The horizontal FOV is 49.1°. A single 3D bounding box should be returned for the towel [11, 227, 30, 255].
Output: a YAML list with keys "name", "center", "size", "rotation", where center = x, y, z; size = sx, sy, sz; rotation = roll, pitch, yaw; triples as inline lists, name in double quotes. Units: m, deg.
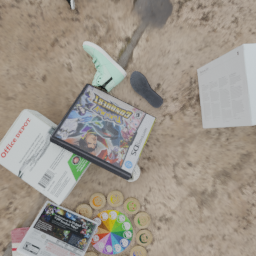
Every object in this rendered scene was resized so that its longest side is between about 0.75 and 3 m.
- name: "towel"
  center: [-2.964, 4.588, 9.506]
  size: [1.802, 0.285, 2.502]
  rotation: [-2, 91, -2]

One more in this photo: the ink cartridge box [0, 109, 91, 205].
- name: "ink cartridge box"
  center: [-2.639, 0.879, 9.110]
  size: [2.637, 1.095, 1.933]
  rotation: [36, 90, 0]

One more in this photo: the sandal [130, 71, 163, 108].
- name: "sandal"
  center: [0.603, -1.286, 9.541]
  size: [0.566, 0.319, 1.488]
  rotation: [-38, 93, 19]

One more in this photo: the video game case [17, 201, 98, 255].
- name: "video game case"
  center: [-2.188, 3.471, 8.923]
  size: [1.940, 0.227, 1.764]
  rotation: [21, 54, 9]

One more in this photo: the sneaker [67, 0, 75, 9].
- name: "sneaker"
  center: [-2.100, -4.421, 9.591]
  size: [0.465, 0.304, 0.831]
  rotation: [-8, 81, 3]

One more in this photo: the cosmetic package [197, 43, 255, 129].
- name: "cosmetic package"
  center: [3.003, -1.070, 8.299]
  size: [0.706, 2.732, 2.060]
  rotation: [-8, 90, -11]

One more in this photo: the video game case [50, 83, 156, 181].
- name: "video game case"
  center: [-0.684, 0.030, 8.885]
  size: [2.658, 0.339, 2.402]
  rotation: [27, 57, -1]

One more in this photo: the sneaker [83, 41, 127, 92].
- name: "sneaker"
  center: [-1.033, -2.010, 9.334]
  size: [1.791, 0.659, 1.056]
  rotation: [41, 83, -2]

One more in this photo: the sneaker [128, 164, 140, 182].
- name: "sneaker"
  center: [-0.413, 0.883, 9.192]
  size: [2.205, 0.960, 0.821]
  rotation: [44, 90, 2]

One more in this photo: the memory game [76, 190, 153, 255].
- name: "memory game"
  center: [-0.589, 3.558, 9.547]
  size: [2.899, 0.185, 2.899]
  rotation: [0, 90, 0]
